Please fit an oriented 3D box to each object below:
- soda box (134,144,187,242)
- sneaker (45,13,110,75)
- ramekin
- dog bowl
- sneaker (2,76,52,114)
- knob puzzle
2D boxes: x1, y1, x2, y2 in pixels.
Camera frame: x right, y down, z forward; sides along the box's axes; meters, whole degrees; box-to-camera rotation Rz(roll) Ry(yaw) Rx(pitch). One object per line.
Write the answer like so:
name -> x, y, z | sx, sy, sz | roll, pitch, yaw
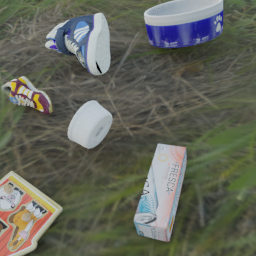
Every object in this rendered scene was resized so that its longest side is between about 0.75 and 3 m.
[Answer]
soda box -> 0.692, 1.186, 5.505 | 0.630, 0.586, 1.843 | 6, 47, 19
sneaker -> -1.531, -2.278, 8.076 | 1.850, 1.018, 2.527 | -11, 51, 13
ramekin -> -0.803, -0.044, 6.222 | 0.505, 1.036, 1.036 | 32, 56, 17
dog bowl -> 1.759, -3.398, 8.888 | 2.400, 0.945, 2.400 | -10, 31, 6
sneaker -> -2.604, -0.743, 7.234 | 1.573, 0.590, 0.709 | 35, 49, 29
knob puzzle -> -2.343, 1.734, 5.241 | 1.830, 0.254, 1.830 | 1, 53, -1
